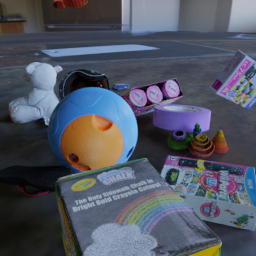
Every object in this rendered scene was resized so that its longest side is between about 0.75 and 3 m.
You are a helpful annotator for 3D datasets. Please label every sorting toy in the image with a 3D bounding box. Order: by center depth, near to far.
[{"bbox_3d":[2.088,0.311,9.244,1.669,0.685,1.003,22,48,38],"label":"sorting toy"},{"bbox_3d":[2.474,0.208,9.695,2.064,0.711,0.716,19,31,34],"label":"sorting toy"}]

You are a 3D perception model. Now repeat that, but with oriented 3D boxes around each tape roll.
[{"bbox_3d":[2.016,-0.410,10.586,2.102,0.689,2.102,3,14,-1],"label":"tape roll"}]

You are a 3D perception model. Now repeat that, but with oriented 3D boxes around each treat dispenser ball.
[{"bbox_3d":[-0.966,0.106,7.798,2.456,2.456,2.456,0,24,0],"label":"treat dispenser ball"}]

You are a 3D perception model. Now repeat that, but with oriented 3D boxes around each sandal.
[{"bbox_3d":[-2.416,1.414,7.374,2.674,0.603,1.004,-1,14,34],"label":"sandal"}]

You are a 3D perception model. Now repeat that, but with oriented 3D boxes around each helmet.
[{"bbox_3d":[-1.976,-1.660,12.332,1.979,2.076,2.076,4,25,13],"label":"helmet"}]

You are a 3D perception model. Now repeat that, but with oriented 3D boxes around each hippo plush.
[{"bbox_3d":[-3.826,-1.510,11.542,2.261,2.282,2.838,-15,29,-30],"label":"hippo plush"}]

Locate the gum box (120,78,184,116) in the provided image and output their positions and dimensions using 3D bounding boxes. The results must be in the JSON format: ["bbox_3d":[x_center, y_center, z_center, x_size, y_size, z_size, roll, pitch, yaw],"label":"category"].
[{"bbox_3d":[0.790,-1.187,11.680,2.660,0.880,1.510,-18,-6,-34],"label":"gum box"}]

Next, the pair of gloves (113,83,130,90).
[{"bbox_3d":[-0.362,-2.381,16.086,0.945,0.134,1.176,1,23,6],"label":"pair of gloves"}]

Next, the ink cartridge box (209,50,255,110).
[{"bbox_3d":[3.453,-1.276,8.135,2.092,1.249,0.439,14,31,-38],"label":"ink cartridge box"}]

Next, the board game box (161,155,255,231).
[{"bbox_3d":[1.923,1.480,6.901,2.237,0.719,1.650,8,26,16],"label":"board game box"}]

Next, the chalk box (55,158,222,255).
[{"bbox_3d":[-0.138,1.826,4.829,1.831,1.822,2.943,-11,26,-19],"label":"chalk box"}]

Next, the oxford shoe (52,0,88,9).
[{"bbox_3d":[-1.685,-3.753,8.161,1.036,0.369,0.376,-3,58,3],"label":"oxford shoe"}]
